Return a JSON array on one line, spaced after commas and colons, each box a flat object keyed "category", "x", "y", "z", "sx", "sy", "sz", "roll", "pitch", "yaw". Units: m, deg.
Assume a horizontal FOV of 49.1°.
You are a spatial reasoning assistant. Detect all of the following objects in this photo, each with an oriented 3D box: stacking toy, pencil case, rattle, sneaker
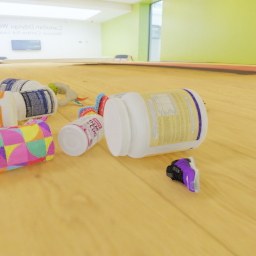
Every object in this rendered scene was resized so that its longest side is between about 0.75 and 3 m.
[{"category": "stacking toy", "x": -1.339, "y": -0.238, "z": 10.816, "sx": 0.756, "sy": 0.800, "sz": 1.378, "roll": -10, "pitch": 31, "yaw": -30}, {"category": "pencil case", "x": -3.372, "y": 0.536, "z": 7.181, "sx": 2.929, "sy": 1.295, "sz": 1.295, "roll": -15, "pitch": 22, "yaw": -39}, {"category": "rattle", "x": -3.421, "y": -1.457, "z": 15.205, "sx": 2.241, "sy": 1.601, "sz": 1.459, "roll": 10, "pitch": 45, "yaw": -22}, {"category": "stacking toy", "x": -0.461, "y": -0.780, "z": 12.216, "sx": 1.919, "sy": 1.053, "sz": 1.114, "roll": 13, "pitch": 24, "yaw": 4}, {"category": "sneaker", "x": 1.273, "y": 1.117, "z": 6.639, "sx": 0.730, "sy": 0.511, "sz": 1.469, "roll": -3, "pitch": 12, "yaw": 7}]

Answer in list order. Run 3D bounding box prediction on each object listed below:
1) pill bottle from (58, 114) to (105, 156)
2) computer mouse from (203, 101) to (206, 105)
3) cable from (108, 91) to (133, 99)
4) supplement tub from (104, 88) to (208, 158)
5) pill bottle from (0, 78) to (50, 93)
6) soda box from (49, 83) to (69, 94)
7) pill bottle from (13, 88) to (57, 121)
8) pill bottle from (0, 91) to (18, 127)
[{"category": "pill bottle", "x": -1.363, "y": 0.148, "z": 8.869, "sx": 0.968, "sy": 0.968, "sz": 1.708, "roll": 6, "pitch": 18, "yaw": 18}, {"category": "computer mouse", "x": 2.464, "y": -1.141, "z": 13.880, "sx": 2.592, "sy": 0.569, "sz": 1.421, "roll": 12, "pitch": 25, "yaw": 19}, {"category": "cable", "x": -0.066, "y": -1.217, "z": 13.752, "sx": 2.122, "sy": 0.735, "sz": 2.122, "roll": -6, "pitch": 20, "yaw": -17}, {"category": "supplement tub", "x": 0.756, "y": -0.148, "z": 8.210, "sx": 2.606, "sy": 1.895, "sz": 1.895, "roll": -6, "pitch": 18, "yaw": -21}, {"category": "pill bottle", "x": -5.144, "y": -1.698, "z": 14.061, "sx": 2.596, "sy": 1.442, "sz": 1.442, "roll": 10, "pitch": 20, "yaw": 24}, {"category": "soda box", "x": -4.601, "y": -2.650, "z": 18.689, "sx": 0.595, "sy": 0.562, "sz": 1.756, "roll": -14, "pitch": 21, "yaw": -39}, {"category": "pill bottle", "x": -4.324, "y": -0.997, "z": 12.118, "sx": 2.224, "sy": 1.235, "sz": 1.235, "roll": -15, "pitch": 23, "yaw": -40}, {"category": "pill bottle", "x": -5.333, "y": -0.353, "z": 9.316, "sx": 2.918, "sy": 1.666, "sz": 1.666, "roll": -4, "pitch": 17, "yaw": -13}]
